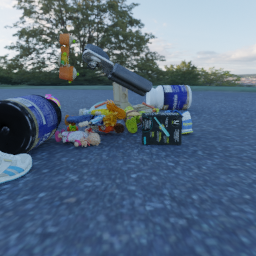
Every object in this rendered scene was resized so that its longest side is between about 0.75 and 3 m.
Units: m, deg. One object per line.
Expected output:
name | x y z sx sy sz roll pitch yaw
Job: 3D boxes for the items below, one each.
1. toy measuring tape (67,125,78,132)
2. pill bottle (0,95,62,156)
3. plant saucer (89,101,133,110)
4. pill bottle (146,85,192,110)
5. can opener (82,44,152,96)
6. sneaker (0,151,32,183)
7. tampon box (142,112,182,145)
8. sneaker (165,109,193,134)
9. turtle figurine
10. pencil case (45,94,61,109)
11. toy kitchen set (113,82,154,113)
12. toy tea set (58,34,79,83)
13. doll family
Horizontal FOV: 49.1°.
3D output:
toy measuring tape | -2.036 0.039 10.234 0.434 0.434 1.180 -3 13 -15
pill bottle | -3.008 -0.194 8.422 1.554 1.554 2.779 1 11 6
plant saucer | -0.872 -1.232 16.372 2.952 0.568 2.952 0 10 0
pill bottle | 2.471 -1.868 17.177 2.554 1.478 1.478 -2 11 -6
can opener | -0.260 -1.627 7.627 2.070 0.692 0.552 25 -27 -16
sneaker | -2.694 0.757 5.908 0.633 0.668 1.654 4 11 26
tampon box | 1.069 0.001 9.020 1.256 0.941 0.793 1 11 3
sneaker | 1.604 -0.314 10.856 0.785 0.873 2.122 -13 16 -42
turtle figurine | 0.097 -0.439 11.404 2.829 0.911 2.281 4 17 -14
pencil case | -3.713 -0.823 12.650 1.232 1.232 2.788 -2 12 -10
toy kitchen set | 0.509 -1.472 14.296 1.989 1.794 1.623 -11 16 -29
toy tea set | -2.497 -2.987 12.040 0.842 1.353 2.276 4 -22 -10
doll family | -1.071 -0.273 9.483 1.776 1.289 2.861 3 13 23
